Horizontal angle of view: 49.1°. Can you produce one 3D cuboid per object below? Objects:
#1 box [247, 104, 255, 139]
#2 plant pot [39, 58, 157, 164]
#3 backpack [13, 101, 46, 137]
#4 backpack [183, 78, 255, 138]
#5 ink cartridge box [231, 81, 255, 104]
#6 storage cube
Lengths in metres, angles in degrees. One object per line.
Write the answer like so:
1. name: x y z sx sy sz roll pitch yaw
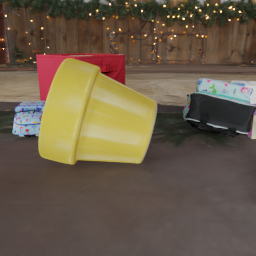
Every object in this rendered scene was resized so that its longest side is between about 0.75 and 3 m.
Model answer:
1. box: 4.522 -0.267 8.980 1.601 0.774 1.408 -1 19 3
2. plant pot: -0.610 -0.171 6.650 2.272 2.415 2.415 16 16 -3
3. backpack: -3.055 -0.270 9.011 1.304 0.961 1.428 -1 17 -4
4. backpack: 2.668 -0.555 8.504 1.947 1.651 2.194 14 -4 9
5. ink cartridge box: 6.373 -1.732 13.851 2.428 1.024 1.773 5 17 17
6. storage cube: -1.718 -1.525 10.585 2.759 2.480 2.358 13 21 40
